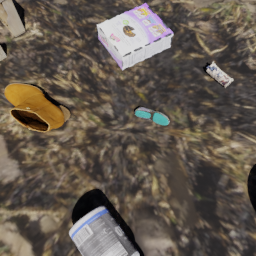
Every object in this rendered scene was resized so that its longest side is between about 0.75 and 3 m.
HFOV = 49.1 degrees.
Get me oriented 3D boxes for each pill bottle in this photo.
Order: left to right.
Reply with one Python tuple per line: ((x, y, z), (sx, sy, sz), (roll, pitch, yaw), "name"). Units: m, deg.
((-0.402, 2.752, 6.199), (1.033, 1.033, 1.816), (-35, 70, -15), "pill bottle")

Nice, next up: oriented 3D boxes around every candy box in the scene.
((0.206, -2.998, 9.133), (1.913, 0.684, 1.605), (-29, 68, -14), "candy box")

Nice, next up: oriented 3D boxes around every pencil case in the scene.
((2.833, -1.633, 8.643), (0.346, 0.398, 0.890), (-36, 70, -21), "pencil case")

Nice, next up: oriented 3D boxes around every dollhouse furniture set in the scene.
((-4.691, -3.287, 8.800), (2.304, 1.531, 2.019), (-39, 70, -17), "dollhouse furniture set")

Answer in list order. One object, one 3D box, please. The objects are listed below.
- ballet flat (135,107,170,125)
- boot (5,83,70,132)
((0.725, -0.386, 8.087), (1.038, 0.373, 0.373), (19, 66, 7), "ballet flat")
((-2.723, -0.598, 7.486), (2.197, 1.573, 0.773), (24, 105, 7), "boot")
